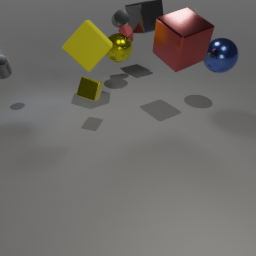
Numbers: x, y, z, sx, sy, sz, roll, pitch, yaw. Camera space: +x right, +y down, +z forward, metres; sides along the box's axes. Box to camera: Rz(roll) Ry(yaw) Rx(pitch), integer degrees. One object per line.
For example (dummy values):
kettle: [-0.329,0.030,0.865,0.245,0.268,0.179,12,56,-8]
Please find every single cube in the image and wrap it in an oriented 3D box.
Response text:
cube: [1.864,-3.062,9.731,1.400,1.400,1.400,-26,56,-21]
cube: [-1.602,-3.370,11.425,1.400,1.400,1.400,42,15,-17]
cube: [0.879,-5.754,14.486,1.400,1.400,1.400,-23,28,-26]
cube: [-1.359,-1.421,10.142,0.700,0.700,0.700,19,11,4]

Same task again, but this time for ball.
ball: [-0.475,-3.944,13.807,1.400,1.400,1.400,0,31,0]
ball: [3.770,-2.953,11.441,1.400,1.400,1.400,0,31,0]

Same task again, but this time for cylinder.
cylinder: [-5.143,-2.455,11.309,0.700,0.700,0.700,2,58,-3]
cylinder: [-0.093,-4.790,14.411,0.700,0.700,0.700,-2,71,6]
cylinder: [-0.385,-5.191,13.333,0.700,0.700,0.700,-9,13,-14]
